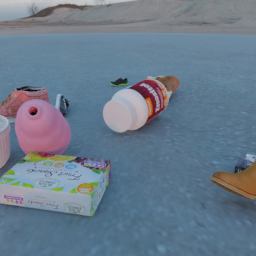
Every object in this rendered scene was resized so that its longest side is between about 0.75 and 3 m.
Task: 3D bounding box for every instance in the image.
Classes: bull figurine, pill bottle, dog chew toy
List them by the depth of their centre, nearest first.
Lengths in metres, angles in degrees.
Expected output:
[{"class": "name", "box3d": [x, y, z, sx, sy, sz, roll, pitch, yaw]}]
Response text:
[{"class": "dog chew toy", "box3d": [-2.134, 0.002, 6.893, 1.358, 1.358, 2.181, -4, -18, -9]}, {"class": "pill bottle", "box3d": [0.292, -0.763, 9.528, 1.396, 1.396, 2.471, 13, 28, 28]}, {"class": "bull figurine", "box3d": [1.344, -1.713, 12.388, 1.662, 0.892, 2.738, 12, 26, 26]}]

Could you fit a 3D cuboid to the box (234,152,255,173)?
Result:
[{"class": "box", "box3d": [2.862, 0.978, 6.644, 0.537, 0.466, 0.812, 14, 27, 29]}]

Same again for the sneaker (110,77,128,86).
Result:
[{"class": "sneaker", "box3d": [-0.476, -2.442, 14.672, 1.034, 0.433, 0.397, -13, 26, -27]}]

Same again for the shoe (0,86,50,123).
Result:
[{"class": "shoe", "box3d": [-4.097, -0.849, 9.976, 2.630, 1.196, 0.940, -3, 23, -8]}]

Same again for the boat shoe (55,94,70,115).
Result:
[{"class": "boat shoe", "box3d": [-2.530, -0.915, 10.981, 0.524, 0.554, 1.545, -4, 26, -7]}]

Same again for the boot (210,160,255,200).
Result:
[{"class": "boot", "box3d": [2.762, 0.699, 5.603, 1.988, 1.544, 0.763, 13, -6, 13]}]

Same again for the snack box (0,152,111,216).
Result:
[{"class": "snack box", "box3d": [-1.541, 1.150, 6.139, 2.055, 0.544, 1.461, 4, 24, 10]}]

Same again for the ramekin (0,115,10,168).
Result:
[{"class": "ramekin", "box3d": [-3.993, 0.465, 7.090, 2.025, 1.063, 2.025, -1, 23, 0]}]
